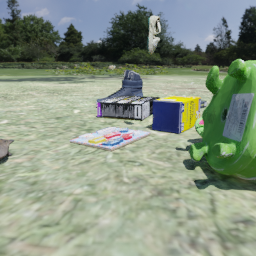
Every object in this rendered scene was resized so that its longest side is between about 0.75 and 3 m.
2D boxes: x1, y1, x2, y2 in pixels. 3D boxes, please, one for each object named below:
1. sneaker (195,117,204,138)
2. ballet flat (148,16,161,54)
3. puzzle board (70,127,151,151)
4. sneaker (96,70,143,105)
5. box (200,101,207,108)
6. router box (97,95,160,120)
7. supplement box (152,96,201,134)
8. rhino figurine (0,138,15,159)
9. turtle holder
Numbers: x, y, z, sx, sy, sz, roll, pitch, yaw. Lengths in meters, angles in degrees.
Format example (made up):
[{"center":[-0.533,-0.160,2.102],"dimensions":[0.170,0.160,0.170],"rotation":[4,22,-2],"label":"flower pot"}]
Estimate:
[{"center":[2.463,0.004,7.098],"dimensions":[2.061,0.791,0.863],"rotation":[-2,-3,-29],"label":"sneaker"},{"center":[0.670,-2.348,7.098],"dimensions":[0.292,0.937,0.316],"rotation":[8,19,28],"label":"ballet flat"},{"center":[-0.411,0.207,7.182],"dimensions":[1.318,0.152,1.749],"rotation":[9,15,33],"label":"puzzle board"},{"center":[-0.361,-1.746,12.423],"dimensions":[2.260,1.633,0.859],"rotation":[-7,17,-22],"label":"sneaker"},{"center":[2.826,-1.028,12.232],"dimensions":[0.837,0.271,1.062],"rotation":[10,17,41],"label":"box"},{"center":[0.101,-0.830,10.654],"dimensions":[1.723,0.590,2.310],"rotation":[5,14,21],"label":"router box"},{"center":[1.489,-0.454,8.399],"dimensions":[0.884,0.878,1.614],"rotation":[8,15,32],"label":"supplement box"},{"center":[-2.734,0.458,5.294],"dimensions":[0.739,0.505,1.691],"rotation":[13,13,9],"label":"rhino figurine"},{"center":[2.177,0.036,4.874],"dimensions":[1.821,1.948,2.564],"rotation":[13,-25,-3],"label":"turtle holder"}]
